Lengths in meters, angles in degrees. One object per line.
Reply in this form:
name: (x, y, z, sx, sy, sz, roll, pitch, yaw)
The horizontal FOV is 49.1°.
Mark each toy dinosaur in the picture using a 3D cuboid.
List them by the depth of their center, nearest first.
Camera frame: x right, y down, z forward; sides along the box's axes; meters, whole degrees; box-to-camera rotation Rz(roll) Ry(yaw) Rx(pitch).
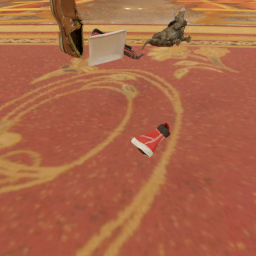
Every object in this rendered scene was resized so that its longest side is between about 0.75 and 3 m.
toy dinosaur: (1.079, -2.448, 7.524, 1.843, 0.709, 0.943, -42, 28, -10)

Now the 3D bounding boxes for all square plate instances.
square plate: (-0.758, -2.811, 9.778, 1.354, 1.367, 0.194, -19, 66, -18)

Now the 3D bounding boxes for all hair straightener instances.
hair straightener: (-0.356, -3.258, 10.788, 2.234, 0.457, 0.860, 16, 40, -21)

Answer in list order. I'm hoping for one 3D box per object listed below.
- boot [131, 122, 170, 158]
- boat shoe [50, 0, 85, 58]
boot: (0.449, 0.168, 5.262, 0.691, 0.347, 0.958, -46, 14, -6)
boat shoe: (-1.589, -3.019, 7.936, 0.735, 2.162, 0.778, 32, 58, 26)
